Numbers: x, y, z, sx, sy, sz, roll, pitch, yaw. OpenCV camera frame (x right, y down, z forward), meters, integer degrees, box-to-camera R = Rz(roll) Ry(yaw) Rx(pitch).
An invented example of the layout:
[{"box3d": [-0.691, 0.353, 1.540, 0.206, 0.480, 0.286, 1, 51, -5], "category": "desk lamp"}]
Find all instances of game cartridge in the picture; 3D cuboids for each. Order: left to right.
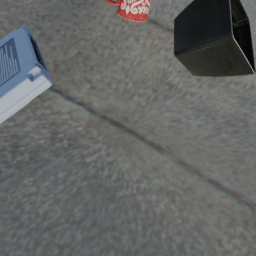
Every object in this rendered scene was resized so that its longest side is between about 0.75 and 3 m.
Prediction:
[{"box3d": [-2.583, -1.085, 5.790, 1.800, 0.561, 2.704, -38, 43, 6], "category": "game cartridge"}]

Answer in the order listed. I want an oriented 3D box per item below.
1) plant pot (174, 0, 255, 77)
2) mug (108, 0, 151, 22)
[{"box3d": [1.965, -2.135, 6.606, 1.451, 1.631, 1.635, -11, 65, 36], "category": "plant pot"}, {"box3d": [0.110, -2.819, 5.737, 0.913, 1.028, 0.686, -6, 44, -26], "category": "mug"}]
